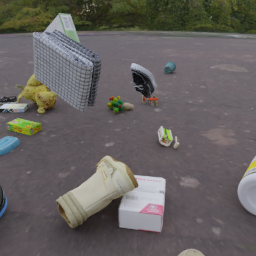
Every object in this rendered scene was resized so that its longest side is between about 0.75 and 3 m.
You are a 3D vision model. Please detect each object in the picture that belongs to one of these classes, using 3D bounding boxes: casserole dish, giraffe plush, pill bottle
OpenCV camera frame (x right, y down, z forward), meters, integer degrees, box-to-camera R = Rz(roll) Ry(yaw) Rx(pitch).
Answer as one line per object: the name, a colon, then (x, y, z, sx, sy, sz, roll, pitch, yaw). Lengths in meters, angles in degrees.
casserole dish: (-4.426, 0.603, 10.051, 0.727, 0.233, 1.200, 7, 25, 15)
giraffe plush: (-4.114, -1.572, 13.477, 1.641, 1.746, 2.023, 34, 25, 17)
pill bottle: (3.759, 1.308, 7.372, 1.184, 1.184, 2.106, 16, 30, 32)

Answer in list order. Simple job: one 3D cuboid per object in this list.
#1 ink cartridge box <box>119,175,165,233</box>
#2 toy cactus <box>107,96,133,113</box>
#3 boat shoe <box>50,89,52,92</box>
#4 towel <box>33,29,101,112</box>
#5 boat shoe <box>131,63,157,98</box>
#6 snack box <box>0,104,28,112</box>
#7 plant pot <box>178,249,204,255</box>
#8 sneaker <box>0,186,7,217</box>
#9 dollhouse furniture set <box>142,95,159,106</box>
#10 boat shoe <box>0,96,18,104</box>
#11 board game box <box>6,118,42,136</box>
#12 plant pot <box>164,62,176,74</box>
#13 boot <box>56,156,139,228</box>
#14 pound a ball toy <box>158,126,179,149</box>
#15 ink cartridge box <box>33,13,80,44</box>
ink cartridge box: (0.395, 1.826, 6.958, 1.016, 0.574, 1.387, 4, 25, 9)
toy cactus: (-0.372, -1.150, 13.443, 1.250, 0.775, 1.515, 7, 15, -8)
boat shoe: (-4.548, -2.245, 16.026, 0.406, 0.400, 1.127, -1, 25, -2)
towel: (-2.181, -2.105, 10.096, 2.568, 2.126, 1.099, 34, 49, 16)
boat shoe: (0.446, -1.445, 8.955, 0.633, 0.599, 1.766, 26, -5, 22)
snack box: (-5.477, -0.960, 13.449, 1.160, 0.215, 0.674, 0, 25, 1)
plant pot: (1.222, 2.623, 5.299, 0.780, 0.524, 0.780, 0, 25, 0)
sneaker: (-3.491, 2.005, 5.803, 1.039, 1.214, 2.931, 0, 25, 2)
dollhouse furniture set: (1.141, -1.460, 14.281, 0.827, 0.431, 0.836, -3, 25, -7)
boat shoe: (-6.284, -1.454, 14.357, 1.180, 0.356, 0.436, -1, 25, -1)
board game box: (-4.227, -0.059, 11.396, 1.248, 0.297, 0.634, 12, 27, 24)
plant pot: (2.976, -4.306, 20.200, 0.762, 0.762, 0.747, 11, 34, 22)
boot: (-0.928, 1.568, 7.081, 1.844, 0.863, 2.372, -32, 11, -18)
pound a ball toy: (1.464, 0.412, 10.365, 0.666, 0.434, 1.021, 24, 23, -9)
ink cartridge box: (-2.877, -3.236, 11.382, 0.569, 1.726, 2.372, -17, -3, -43)
